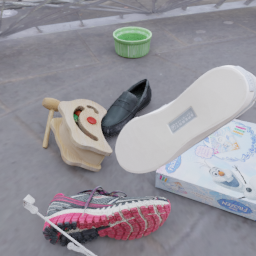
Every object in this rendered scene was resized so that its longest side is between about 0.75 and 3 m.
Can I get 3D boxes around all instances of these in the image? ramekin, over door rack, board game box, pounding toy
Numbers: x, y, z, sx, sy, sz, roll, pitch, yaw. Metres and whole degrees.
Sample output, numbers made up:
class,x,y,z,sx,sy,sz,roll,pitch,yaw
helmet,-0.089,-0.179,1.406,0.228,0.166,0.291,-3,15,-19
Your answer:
class,x,y,z,sx,sy,sz,roll,pitch,yaw
ramekin,0.204,-4.007,13.160,1.794,0.876,1.794,0,40,0
over door rack,-1.621,2.520,5.088,2.136,0.711,1.578,42,48,-2
board game box,2.632,0.805,7.573,2.983,0.650,2.997,16,43,19
pounding toy,-1.488,0.190,8.297,1.592,1.597,2.784,6,41,-39

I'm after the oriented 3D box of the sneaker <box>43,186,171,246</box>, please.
class,x,y,z,sx,sy,sz,roll,pitch,yaw
sneaker,-0.431,1.753,6.111,2.742,1.105,1.024,-3,38,-3

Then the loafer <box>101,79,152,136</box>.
class,x,y,z,sx,sy,sz,roll,pitch,yaw
loafer,-0.080,-0.753,9.202,0.927,0.959,2.731,22,45,24

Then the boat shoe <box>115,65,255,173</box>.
class,x,y,z,sx,sy,sz,roll,pitch,yaw
boat shoe,0.931,-0.071,4.948,0.996,2.906,1.046,-4,59,-47
